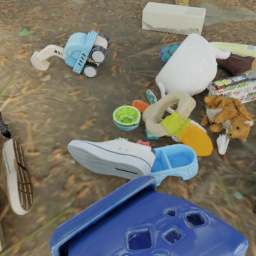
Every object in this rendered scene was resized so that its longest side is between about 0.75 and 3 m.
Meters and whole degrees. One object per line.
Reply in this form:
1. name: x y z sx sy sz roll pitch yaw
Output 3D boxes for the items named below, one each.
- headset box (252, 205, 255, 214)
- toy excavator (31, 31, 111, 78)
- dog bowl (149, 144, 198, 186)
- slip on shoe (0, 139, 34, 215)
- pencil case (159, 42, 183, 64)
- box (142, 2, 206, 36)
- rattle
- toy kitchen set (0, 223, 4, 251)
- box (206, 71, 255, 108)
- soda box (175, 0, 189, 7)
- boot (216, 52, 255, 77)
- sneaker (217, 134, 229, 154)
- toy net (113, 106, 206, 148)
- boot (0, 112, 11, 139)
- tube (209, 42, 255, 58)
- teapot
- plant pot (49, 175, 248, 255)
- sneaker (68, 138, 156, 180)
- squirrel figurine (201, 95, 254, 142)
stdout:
1. headset box: 4.284 1.844 6.723 1.966 0.759 1.463 27 51 23
2. toy excavator: -2.277 -2.955 11.014 2.546 2.475 1.271 24 44 -15
3. dog bowl: 1.048 0.963 7.684 1.839 0.456 1.025 -10 44 -8
4. slip on shoe: -3.049 1.276 7.240 0.722 0.906 2.384 -27 51 -4
5. pencil case: 2.125 -2.983 11.063 1.705 0.788 0.726 -4 27 35
6. box: 2.228 -5.348 13.752 2.909 0.995 1.195 13 46 13
7. rattle: 1.374 -0.239 8.927 1.822 2.551 1.660 24 83 -26
8. toy kitchen set: -4.494 1.485 6.822 2.414 2.669 2.959 -11 6 -19
9. box: 3.702 -1.264 9.604 1.983 1.091 0.344 -15 48 -15
10. soda box: 3.090 -7.418 16.077 0.674 0.637 1.990 3 46 4
11. boot: 4.134 -2.256 10.953 2.281 0.825 1.897 -28 43 -28
12. sneaker: 2.826 0.490 8.452 0.329 0.313 0.818 12 40 25
13. toy net: 0.985 0.058 8.639 2.948 0.569 1.546 2 44 2
14. boot: -3.899 -0.260 8.396 0.408 1.179 1.027 -32 69 -11
15. tube: 4.555 -3.448 12.243 2.189 0.635 0.568 19 85 22
16. teapot: 2.197 -1.895 9.714 1.743 2.387 2.356 39 33 1
17. plant pot: 0.172 2.497 4.920 2.537 2.537 2.281 -28 46 -26
18. sneaker: -0.428 0.688 7.319 2.479 0.905 0.878 13 45 27
19. squirrel figurine: 3.245 -0.301 8.581 1.579 1.118 1.474 -16 40 -25
